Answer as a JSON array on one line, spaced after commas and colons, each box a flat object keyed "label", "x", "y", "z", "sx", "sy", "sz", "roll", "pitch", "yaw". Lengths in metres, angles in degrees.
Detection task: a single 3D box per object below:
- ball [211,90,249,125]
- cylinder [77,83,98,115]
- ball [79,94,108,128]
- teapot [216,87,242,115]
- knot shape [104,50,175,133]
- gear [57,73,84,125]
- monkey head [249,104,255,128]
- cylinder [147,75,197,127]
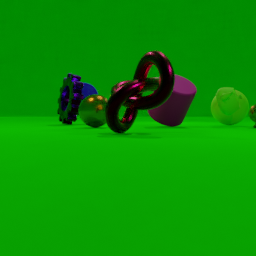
[{"label": "ball", "x": 3.960, "y": -0.804, "z": 10.924, "sx": 1.391, "sy": 1.391, "sz": 1.391, "roll": 0, "pitch": 3, "yaw": 0}, {"label": "cylinder", "x": -2.071, "y": -1.302, "z": 12.740, "sx": 1.142, "sy": 1.142, "sz": 1.142, "roll": -1, "pitch": -19, "yaw": -29}, {"label": "ball", "x": -1.039, "y": -0.542, "z": 8.920, "sx": 1.058, "sy": 1.058, "sz": 1.058, "roll": 0, "pitch": 3, "yaw": 0}, {"label": "teapot", "x": 3.408, "y": -0.947, "z": 9.370, "sx": 0.764, "sy": 0.970, "sz": 1.560, "roll": -18, "pitch": -17, "yaw": 26}, {"label": "knot shape", "x": 0.206, "y": -0.810, "z": 6.119, "sx": 0.860, "sy": 1.862, "sz": 1.742, "roll": 41, "pitch": 13, "yaw": -12}, {"label": "gear", "x": -2.426, "y": -1.201, "z": 11.635, "sx": 0.383, "sy": 2.073, "sz": 2.073, "roll": 8, "pitch": -2, "yaw": -31}, {"label": "monkey head", "x": 4.285, "y": -0.406, "z": 8.764, "sx": 0.910, "sy": 0.762, "sz": 1.264, "roll": -3, "pitch": 4, "yaw": 34}, {"label": "cylinder", "x": 1.477, "y": -0.955, "z": 9.546, "sx": 1.329, "sy": 1.329, "sz": 1.329, "roll": 12, "pitch": 37, "yaw": -9}]
